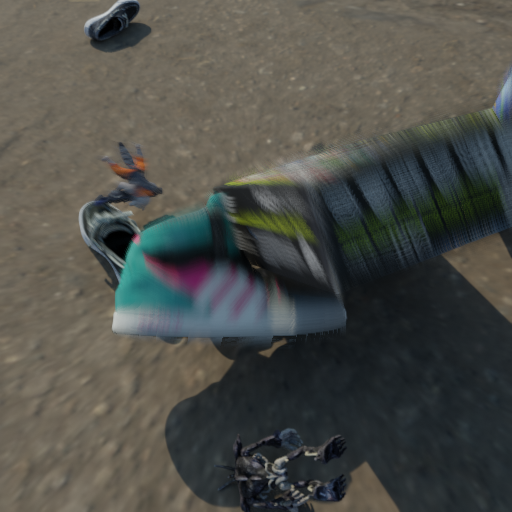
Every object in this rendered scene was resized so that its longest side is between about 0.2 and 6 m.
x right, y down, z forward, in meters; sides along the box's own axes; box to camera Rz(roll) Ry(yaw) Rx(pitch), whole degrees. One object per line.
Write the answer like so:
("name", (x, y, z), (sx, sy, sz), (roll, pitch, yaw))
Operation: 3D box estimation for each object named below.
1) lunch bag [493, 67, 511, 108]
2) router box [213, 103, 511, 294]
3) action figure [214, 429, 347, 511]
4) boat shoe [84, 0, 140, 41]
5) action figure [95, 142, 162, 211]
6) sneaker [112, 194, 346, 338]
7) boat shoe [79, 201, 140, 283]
("lunch bag", (3.737, -1.767, 7.610), (1.115, 2.174, 2.705), (29, 19, 17))
("router box", (1.230, -0.722, 6.501), (2.674, 1.108, 3.568), (-19, 10, -14))
("action figure", (0.266, 2.175, 5.619), (1.388, 0.708, 0.825), (-17, 70, 36))
("boat shoe", (-3.140, -5.324, 12.672), (0.520, 0.551, 1.535), (32, 57, 26))
("action figure", (-1.942, -1.119, 8.339), (1.046, 0.547, 1.012), (-22, 77, -26))
("sneaker", (-0.252, 0.123, 6.606), (2.745, 1.148, 1.658), (3, 82, -16))
("boat shoe", (-1.994, -0.275, 7.868), (0.751, 0.694, 2.033), (-22, 50, -18))
